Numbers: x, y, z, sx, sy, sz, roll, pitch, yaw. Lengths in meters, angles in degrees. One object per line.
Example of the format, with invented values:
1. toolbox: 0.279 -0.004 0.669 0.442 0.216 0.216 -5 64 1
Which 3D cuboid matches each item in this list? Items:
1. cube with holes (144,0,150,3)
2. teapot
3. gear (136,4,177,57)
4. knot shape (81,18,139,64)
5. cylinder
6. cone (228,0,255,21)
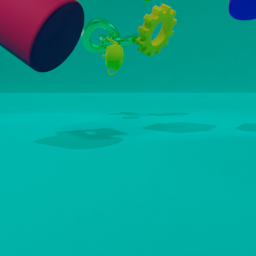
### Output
1. cube with holes: 0.399 -3.517 5.308 1.249 1.249 1.249 22 -19 -32
2. teapot: -0.490 -2.262 8.765 0.619 1.264 0.786 1 -4 -10
3. gear: 0.985 -3.306 9.595 0.317 1.712 1.712 39 27 26
4. knot shape: -0.602 -3.007 10.143 1.995 0.922 1.867 11 -15 2
5. cylinder: -1.496 -1.672 4.281 1.206 1.206 1.206 36 14 7
6. cone: 2.579 -3.391 5.652 1.632 1.639 1.632 -13 -17 -4
